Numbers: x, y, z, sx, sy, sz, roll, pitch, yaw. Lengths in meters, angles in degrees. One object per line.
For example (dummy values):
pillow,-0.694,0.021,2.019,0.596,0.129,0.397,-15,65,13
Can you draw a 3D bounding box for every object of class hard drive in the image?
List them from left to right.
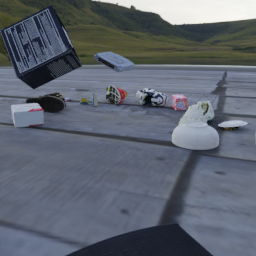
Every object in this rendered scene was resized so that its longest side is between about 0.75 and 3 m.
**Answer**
hard drive,0.097,1.503,2.806,1.706,0.361,1.150,-7,17,-25

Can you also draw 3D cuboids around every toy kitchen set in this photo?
toy kitchen set,-1.751,-1.177,12.451,0.740,0.544,0.924,-3,-4,-10

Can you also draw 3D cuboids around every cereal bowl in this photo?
cereal bowl,1.787,0.136,7.443,1.249,0.520,1.249,-1,16,0

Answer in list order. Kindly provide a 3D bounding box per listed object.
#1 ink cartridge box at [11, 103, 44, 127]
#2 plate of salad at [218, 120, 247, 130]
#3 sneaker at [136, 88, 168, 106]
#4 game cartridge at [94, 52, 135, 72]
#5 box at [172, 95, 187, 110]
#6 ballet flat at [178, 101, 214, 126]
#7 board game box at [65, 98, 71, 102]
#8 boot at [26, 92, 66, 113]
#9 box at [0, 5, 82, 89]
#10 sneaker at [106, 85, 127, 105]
ink cartridge box,-3.427,-0.458,9.518,0.922,0.529,1.270,-7,17,-24
plate of salad,3.287,-0.082,8.798,0.868,0.208,0.868,-8,8,1
sneaker,0.765,-1.389,12.506,1.148,0.704,1.765,-3,24,-44
game cartridge,-0.433,-2.271,9.593,0.866,0.263,1.299,-24,47,-39
box,2.163,-1.092,11.832,0.478,0.518,1.009,0,16,-1
ballet flat,2.241,-0.459,9.147,0.832,0.832,2.318,9,18,28
board game box,-3.414,-1.403,13.708,1.090,0.106,0.561,5,15,17
boot,-3.086,-1.091,11.624,1.837,0.672,1.383,0,15,24
box,-2.823,-2.605,9.187,1.881,1.897,1.169,-25,-16,1
sneaker,-0.452,-1.608,13.191,0.925,0.839,2.178,1,15,-15
